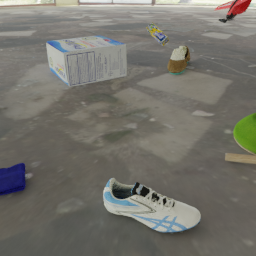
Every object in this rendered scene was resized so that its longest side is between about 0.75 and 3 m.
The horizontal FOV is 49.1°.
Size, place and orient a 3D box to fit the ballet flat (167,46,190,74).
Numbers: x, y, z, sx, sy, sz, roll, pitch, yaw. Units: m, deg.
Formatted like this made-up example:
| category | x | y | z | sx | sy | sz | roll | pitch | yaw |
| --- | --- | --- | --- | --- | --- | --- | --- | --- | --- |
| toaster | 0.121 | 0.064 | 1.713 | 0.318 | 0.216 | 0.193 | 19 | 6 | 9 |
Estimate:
| category | x | y | z | sx | sy | sz | roll | pitch | yaw |
| --- | --- | --- | --- | --- | --- | --- | --- | --- | --- |
| ballet flat | 2.399 | -3.260 | 12.892 | 0.877 | 0.935 | 2.585 | 11 | 30 | 21 |

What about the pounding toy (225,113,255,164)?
| category | x | y | z | sx | sy | sz | roll | pitch | yaw |
| --- | --- | --- | --- | --- | --- | --- | --- | --- | --- |
| pounding toy | 3.578 | -0.052 | 6.674 | 1.971 | 1.185 | 2.553 | 15 | 31 | 26 |

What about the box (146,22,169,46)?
| category | x | y | z | sx | sy | sz | roll | pitch | yaw |
| --- | --- | --- | --- | --- | --- | --- | --- | --- | --- |
| box | 0.982 | -3.110 | 9.282 | 0.823 | 0.288 | 0.265 | 51 | 7 | 21 |

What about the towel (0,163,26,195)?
| category | x | y | z | sx | sy | sz | roll | pitch | yaw |
| --- | --- | --- | --- | --- | --- | --- | --- | --- | --- |
| towel | -2.378 | 1.050 | 5.717 | 0.575 | 0.193 | 0.779 | -15 | 31 | -13 |

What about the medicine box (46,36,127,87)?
| category | x | y | z | sx | sy | sz | roll | pitch | yaw |
| --- | --- | --- | --- | --- | --- | --- | --- | --- | --- |
| medicine box | -1.750 | -2.925 | 11.816 | 2.654 | 1.366 | 2.418 | -15 | 32 | -27 |

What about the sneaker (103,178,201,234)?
| category | x | y | z | sx | sy | sz | roll | pitch | yaw |
| --- | --- | --- | --- | --- | --- | --- | --- | --- | --- |
| sneaker | 0.373 | 1.298 | 4.785 | 1.727 | 0.626 | 0.621 | 10 | 29 | 16 |

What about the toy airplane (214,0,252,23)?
| category | x | y | z | sx | sy | sz | roll | pitch | yaw |
| --- | --- | --- | --- | --- | --- | --- | --- | --- | --- |
| toy airplane | 2.725 | -2.986 | 6.171 | 0.340 | 1.851 | 1.851 | 42 | 19 | -18 |
